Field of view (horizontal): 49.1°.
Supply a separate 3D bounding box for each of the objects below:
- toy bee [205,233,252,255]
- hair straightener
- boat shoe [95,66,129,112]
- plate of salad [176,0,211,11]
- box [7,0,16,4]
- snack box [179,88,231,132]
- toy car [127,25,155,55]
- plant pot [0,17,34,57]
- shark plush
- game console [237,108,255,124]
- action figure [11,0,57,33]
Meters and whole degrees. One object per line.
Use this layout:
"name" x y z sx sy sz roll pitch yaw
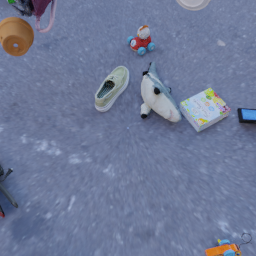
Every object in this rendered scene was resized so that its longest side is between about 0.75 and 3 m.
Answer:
"toy bee" 2.425 2.969 6.608 1.102 0.599 0.722 -14 34 28
"hair straightener" -3.576 1.366 7.750 0.853 0.453 2.216 -33 59 -20
"boat shoe" -0.492 -1.429 9.365 0.723 0.623 2.009 18 59 12
"plate of salad" 1.905 -4.041 8.258 1.211 1.211 0.291 23 64 14
"box" -5.262 -6.442 12.113 0.703 1.455 1.284 -26 62 -15
"snack box" 2.443 -0.594 8.950 1.246 0.422 1.051 -28 62 -15
"toy car" 0.498 -3.422 10.448 0.862 0.975 0.898 -28 61 -17
"plant pot" -3.180 -2.516 7.944 1.004 1.004 0.702 -12 48 -8
"shark plush" 0.969 -1.213 9.395 1.121 1.223 2.693 9 34 -18
"game console" 3.977 -0.393 8.779 0.886 0.779 0.516 4 87 3
"action figure" -2.011 -4.210 7.579 1.849 2.056 2.761 29 80 38
